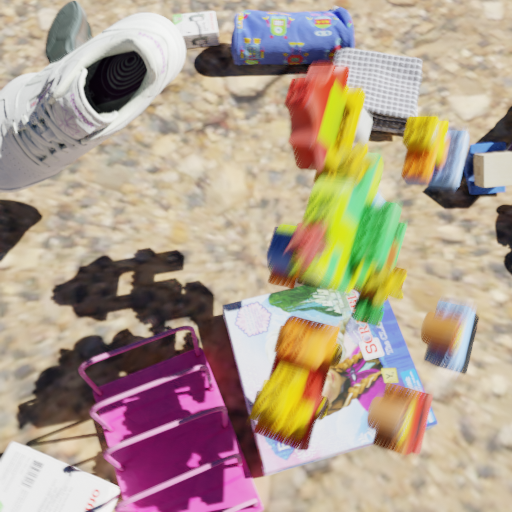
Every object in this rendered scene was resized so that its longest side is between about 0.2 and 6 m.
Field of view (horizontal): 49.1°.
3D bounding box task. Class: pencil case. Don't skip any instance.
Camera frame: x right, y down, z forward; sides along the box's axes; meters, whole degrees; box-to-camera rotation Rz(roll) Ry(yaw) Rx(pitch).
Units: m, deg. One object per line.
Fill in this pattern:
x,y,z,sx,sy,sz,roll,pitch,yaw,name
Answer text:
0.627,-3.781,9.600,2.148,0.838,0.933,-3,89,-2,pencil case

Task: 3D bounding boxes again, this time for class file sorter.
-1.002,2.108,6.402,1.496,1.350,2.153,-20,65,-10,file sorter

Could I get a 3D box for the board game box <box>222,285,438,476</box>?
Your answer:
0.867,1.423,7.242,2.193,0.452,2.198,-14,64,-7,board game box

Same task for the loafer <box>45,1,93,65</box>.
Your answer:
-2.608,-2.836,7.987,0.657,0.575,1.829,-20,57,22,loafer

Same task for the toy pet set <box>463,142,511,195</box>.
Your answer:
3.967,-1.237,8.458,1.416,0.806,1.517,-4,102,5,toy pet set

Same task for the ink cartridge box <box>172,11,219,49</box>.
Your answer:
-1.078,-4.044,10.035,0.770,0.323,0.560,-8,64,-4,ink cartridge box

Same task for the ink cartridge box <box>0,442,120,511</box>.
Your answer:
-2.402,2.887,6.449,1.337,0.562,0.973,19,65,10,ink cartridge box

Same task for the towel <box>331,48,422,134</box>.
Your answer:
1.930,-2.700,9.179,1.548,0.662,1.282,10,65,5,towel

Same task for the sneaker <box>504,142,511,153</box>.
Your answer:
4.481,-2.083,8.762,0.739,0.854,1.951,24,66,11,sneaker

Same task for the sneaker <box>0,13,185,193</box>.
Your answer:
-2.095,-1.570,5.977,2.893,1.083,1.441,-33,24,15,sneaker

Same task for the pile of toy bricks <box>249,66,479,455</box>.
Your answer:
0.801,-0.045,4.850,2.000,1.780,3.605,10,80,33,pile of toy bricks
